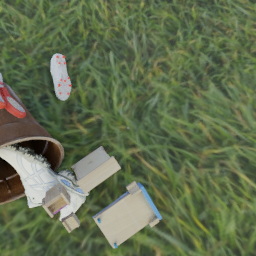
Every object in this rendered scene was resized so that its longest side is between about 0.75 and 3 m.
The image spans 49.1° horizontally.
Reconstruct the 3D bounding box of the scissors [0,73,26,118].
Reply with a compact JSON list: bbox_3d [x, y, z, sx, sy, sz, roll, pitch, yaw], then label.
[{"bbox_3d":[-2.764,-0.936,5.873,0.174,0.912,2.494,-49,46,5],"label":"scissors"}]

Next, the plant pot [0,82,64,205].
[{"bbox_3d":[-3.107,0.203,6.637,2.349,2.349,2.325,-32,64,-13],"label":"plant pot"}]

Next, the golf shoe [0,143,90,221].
[{"bbox_3d":[-2.212,1.257,6.651,2.535,0.992,1.232,31,83,-1],"label":"golf shoe"}]

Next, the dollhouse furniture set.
[{"bbox_3d":[-0.591,1.783,6.524,1.923,1.329,2.037,-34,103,-10],"label":"dollhouse furniture set"}]

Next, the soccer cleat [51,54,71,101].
[{"bbox_3d":[-2.006,-1.476,8.274,0.493,0.552,1.423,-3,81,-38],"label":"soccer cleat"}]
